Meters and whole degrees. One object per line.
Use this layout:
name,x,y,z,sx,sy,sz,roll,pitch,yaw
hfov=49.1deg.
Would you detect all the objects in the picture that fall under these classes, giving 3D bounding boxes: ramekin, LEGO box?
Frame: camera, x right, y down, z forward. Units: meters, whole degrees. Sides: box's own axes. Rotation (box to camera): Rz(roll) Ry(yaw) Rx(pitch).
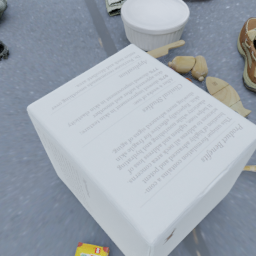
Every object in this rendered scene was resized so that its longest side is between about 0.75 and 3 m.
ramekin,0.827,-3.289,8.811,2.075,0.966,2.075,0,54,1
LEGO box,-0.696,2.509,5.006,0.572,0.296,0.768,9,54,6

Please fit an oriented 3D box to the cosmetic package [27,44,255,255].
cosmetic package,0.201,0.541,5.132,2.415,2.400,2.886,-36,61,-23

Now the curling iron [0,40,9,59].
curling iron,-4.605,-1.622,7.961,0.740,0.381,2.984,30,59,19

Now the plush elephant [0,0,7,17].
plush elephant,-4.970,-4.070,8.960,1.744,1.640,2.118,-13,55,-9

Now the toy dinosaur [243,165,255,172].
toy dinosaur,3.458,0.966,5.920,2.261,0.658,1.143,25,59,17

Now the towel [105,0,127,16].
towel,0.347,-5.302,10.376,2.606,0.467,2.707,-12,55,1

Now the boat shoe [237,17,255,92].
boat shoe,3.895,-2.323,8.028,1.117,1.090,2.953,6,54,4

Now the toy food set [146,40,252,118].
toy food set,1.667,-1.070,7.570,1.858,0.460,2.923,-23,65,-16
